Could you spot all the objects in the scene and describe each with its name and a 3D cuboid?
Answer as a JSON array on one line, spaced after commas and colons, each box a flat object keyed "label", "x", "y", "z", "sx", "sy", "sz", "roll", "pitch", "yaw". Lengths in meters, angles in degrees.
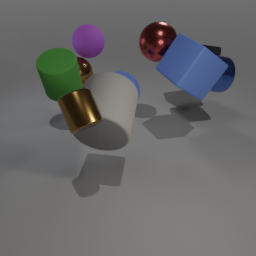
[{"label": "ball", "x": -2.236, "y": -2.426, "z": 12.359, "sx": 1.400, "sy": 1.400, "sz": 1.400, "roll": 0, "pitch": 29, "yaw": 0}, {"label": "cylinder", "x": -0.933, "y": -0.335, "z": 5.526, "sx": 0.700, "sy": 0.700, "sz": 0.700, "roll": -23, "pitch": -2, "yaw": -1}, {"label": "cylinder", "x": -0.534, "y": -0.393, "z": 6.811, "sx": 1.400, "sy": 1.400, "sz": 1.400, "roll": 5, "pitch": 53, "yaw": 9}, {"label": "cube", "x": 2.075, "y": -2.006, "z": 9.224, "sx": 1.400, "sy": 1.400, "sz": 1.400, "roll": 20, "pitch": 23, "yaw": -39}, {"label": "ball", "x": -1.710, "y": -3.747, "z": 12.119, "sx": 1.400, "sy": 1.400, "sz": 1.400, "roll": 0, "pitch": 29, "yaw": 0}, {"label": "cube", "x": 3.104, "y": -2.929, "z": 12.561, "sx": 1.400, "sy": 1.400, "sz": 1.400, "roll": -1, "pitch": 11, "yaw": -26}, {"label": "cylinder", "x": 3.157, "y": -2.150, "z": 10.903, "sx": 1.400, "sy": 1.400, "sz": 1.400, "roll": 3, "pitch": 26, "yaw": -23}, {"label": "ball", "x": -0.294, "y": -1.237, "z": 9.583, "sx": 1.400, "sy": 1.400, "sz": 1.400, "roll": 0, "pitch": 29, "yaw": 0}, {"label": "cylinder", "x": -2.441, "y": -1.903, "z": 10.102, "sx": 1.400, "sy": 1.400, "sz": 1.400, "roll": -1, "pitch": 53, "yaw": 1}, {"label": "ball", "x": 1.089, "y": -3.071, "z": 10.037, "sx": 1.400, "sy": 1.400, "sz": 1.400, "roll": 0, "pitch": 29, "yaw": 0}]
